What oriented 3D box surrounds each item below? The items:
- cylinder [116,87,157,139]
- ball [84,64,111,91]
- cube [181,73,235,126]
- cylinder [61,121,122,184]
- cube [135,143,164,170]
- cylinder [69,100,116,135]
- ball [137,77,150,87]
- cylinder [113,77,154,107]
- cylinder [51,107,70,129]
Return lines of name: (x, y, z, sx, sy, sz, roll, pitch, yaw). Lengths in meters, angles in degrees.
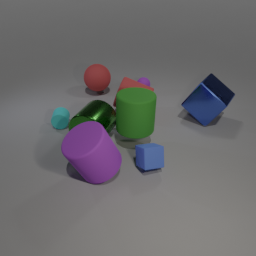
cylinder: (0.275, -0.554, 9.982, 1.400, 1.400, 1.400, 1, 30, -1)
ball: (-1.589, -2.607, 14.509, 1.400, 1.400, 1.400, 0, 30, 0)
cube: (3.406, -1.206, 11.902, 1.400, 1.400, 1.400, 44, 42, 6)
cylinder: (-1.080, 0.751, 8.545, 1.400, 1.400, 1.400, -15, 44, 15)
cube: (0.701, 0.912, 9.089, 0.700, 0.700, 0.700, -6, 8, -22)
cylinder: (-1.302, -0.166, 10.590, 1.400, 1.400, 1.400, 10, 32, 16)
ball: (0.793, -2.252, 14.380, 0.700, 0.700, 0.700, 0, 30, 0)
cylinder: (0.239, -1.338, 12.266, 1.400, 1.400, 1.400, 22, 32, 0)
cylinder: (-2.819, -0.415, 11.709, 0.700, 0.700, 0.700, -3, 30, -4)
